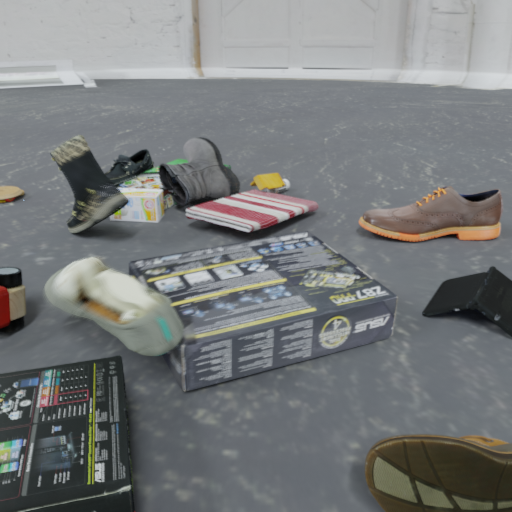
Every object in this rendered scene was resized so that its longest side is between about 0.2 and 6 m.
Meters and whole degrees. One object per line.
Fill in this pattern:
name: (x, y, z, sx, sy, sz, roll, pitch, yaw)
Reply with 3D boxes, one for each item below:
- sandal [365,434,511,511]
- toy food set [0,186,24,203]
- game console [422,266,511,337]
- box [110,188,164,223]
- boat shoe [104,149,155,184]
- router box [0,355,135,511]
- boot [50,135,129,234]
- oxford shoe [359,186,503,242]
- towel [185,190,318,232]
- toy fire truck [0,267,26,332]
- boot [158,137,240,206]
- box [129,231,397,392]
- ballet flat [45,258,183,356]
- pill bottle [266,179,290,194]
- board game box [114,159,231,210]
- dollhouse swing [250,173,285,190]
sandal: (2.247, 2.089, 5.424, 2.459, 1.005, 0.671, -3, 7, -3)
toy food set: (-6.592, -1.584, 14.542, 0.995, 0.245, 1.006, -5, 24, -11)
game console: (3.669, 0.833, 9.201, 1.300, 0.860, 1.478, 41, 37, 12)
box: (-2.800, -1.197, 13.155, 1.169, 0.657, 0.592, 3, 25, 5)
boat shoe: (-3.719, -2.541, 16.029, 0.886, 0.787, 2.372, 13, 27, 27)
router box: (-2.175, 2.020, 5.796, 1.699, 0.704, 2.268, -6, 24, -13)
boot: (-3.675, -1.443, 11.694, 2.201, 1.662, 0.794, -18, 17, 49)
oxford shoe: (3.756, -0.991, 12.101, 3.075, 1.121, 1.096, -2, 24, -4)
towel: (-0.058, -1.033, 12.853, 1.926, 0.304, 2.674, 15, 23, 34)
toy fire truck: (-4.604, 0.880, 8.124, 1.707, 1.248, 1.939, 11, 16, 21)
boot: (-1.728, -2.282, 14.392, 1.771, 0.939, 2.690, -6, 38, -33)
box: (0.009, 0.628, 8.701, 3.379, 0.830, 2.724, -10, 26, -24)
ballet flat: (-1.939, 0.429, 7.177, 2.607, 0.830, 0.879, 21, 49, 36)
pill bottle: (0.595, -1.857, 15.025, 0.364, 0.364, 0.626, 20, 29, 38)
board game box: (-2.356, -2.016, 15.356, 1.884, 0.422, 3.597, 10, 25, 26)
dollhouse swing: (0.261, -1.794, 14.341, 0.652, 0.573, 0.593, -12, 62, -33)
